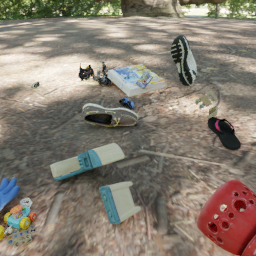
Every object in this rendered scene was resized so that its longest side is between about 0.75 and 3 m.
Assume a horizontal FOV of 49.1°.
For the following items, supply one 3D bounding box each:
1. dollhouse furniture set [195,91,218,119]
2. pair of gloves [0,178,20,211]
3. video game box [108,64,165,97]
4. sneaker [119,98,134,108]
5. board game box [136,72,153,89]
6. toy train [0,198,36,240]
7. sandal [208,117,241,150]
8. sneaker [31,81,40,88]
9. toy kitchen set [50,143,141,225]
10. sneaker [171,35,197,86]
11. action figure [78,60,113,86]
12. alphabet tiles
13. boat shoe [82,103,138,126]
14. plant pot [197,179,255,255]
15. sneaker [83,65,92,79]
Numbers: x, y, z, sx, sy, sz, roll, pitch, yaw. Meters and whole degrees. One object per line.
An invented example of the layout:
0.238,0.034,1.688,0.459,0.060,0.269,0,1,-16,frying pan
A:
3.365,-0.951,11.764,0.782,0.892,0.592,-32,15,37,dollhouse furniture set
-4.010,1.969,7.160,2.307,0.263,1.855,-11,22,8,pair of gloves
0.438,-2.748,15.769,2.424,0.567,2.208,-19,50,-31,video game box
-0.071,-1.162,13.512,0.400,0.360,1.027,-20,29,-21,sneaker
0.863,-2.490,14.691,0.541,0.138,0.800,37,82,14,board game box
-3.254,2.176,6.951,1.799,0.500,1.351,-17,32,-25,toy train
3.811,0.042,10.998,0.866,0.520,2.306,-2,28,-3,sandal
-5.356,-2.507,16.102,0.352,0.306,0.795,-3,25,10,sneaker
-1.016,1.638,7.808,1.422,1.934,2.413,-15,-5,-27,toy kitchen set
2.688,-3.215,13.201,0.876,2.375,0.950,4,32,37,sneaker
-1.651,-3.113,16.084,2.347,1.198,1.395,8,41,-9,action figure
-2.592,2.539,6.811,0.670,0.030,0.802,-12,31,-22,alphabet tiles
-0.704,-0.404,11.394,2.330,0.837,0.693,11,38,-12,boat shoe
2.495,2.110,6.176,1.480,1.480,1.348,-20,43,-32,plant pot
-2.583,-3.544,17.632,0.510,0.656,1.457,3,28,6,sneaker
